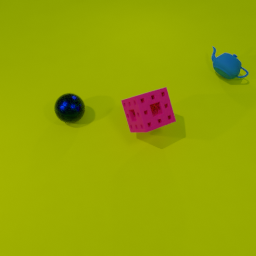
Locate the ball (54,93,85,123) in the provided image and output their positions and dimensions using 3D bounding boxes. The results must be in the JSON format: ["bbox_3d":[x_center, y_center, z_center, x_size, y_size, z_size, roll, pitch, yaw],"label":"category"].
[{"bbox_3d":[-1.789,-0.608,8.606,0.931,0.931,0.931,0,54,0],"label":"ball"}]

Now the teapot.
[{"bbox_3d":[3.426,-2.222,9.665,1.583,0.984,0.775,38,96,13],"label":"teapot"}]

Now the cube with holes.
[{"bbox_3d":[0.559,-0.489,7.882,0.985,0.985,0.985,-19,97,-23],"label":"cube with holes"}]
